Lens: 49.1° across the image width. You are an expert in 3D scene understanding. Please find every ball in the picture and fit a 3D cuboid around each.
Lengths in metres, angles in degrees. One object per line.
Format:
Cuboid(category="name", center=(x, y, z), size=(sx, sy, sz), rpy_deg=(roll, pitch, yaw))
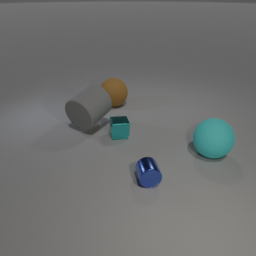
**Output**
Cuboid(category="ball", center=(-0.710, -1.764, 13.831), size=(1.400, 1.400, 1.400), rpy_deg=(0, 28, 0))
Cuboid(category="ball", center=(2.989, 0.359, 9.775), size=(1.400, 1.400, 1.400), rpy_deg=(0, 28, 0))

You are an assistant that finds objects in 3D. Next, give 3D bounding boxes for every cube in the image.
Cuboid(category="cube", center=(-0.338, -0.014, 11.223), size=(0.700, 0.700, 0.700), rpy_deg=(-4, 28, -11))

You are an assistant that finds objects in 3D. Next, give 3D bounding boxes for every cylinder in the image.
Cuboid(category="cylinder", center=(0.630, 1.362, 8.637), size=(0.700, 0.700, 0.700), rpy_deg=(-5, 29, -9))
Cuboid(category="cylinder", center=(-1.599, -0.866, 11.467), size=(1.400, 1.400, 1.400), rpy_deg=(16, 43, 28))
